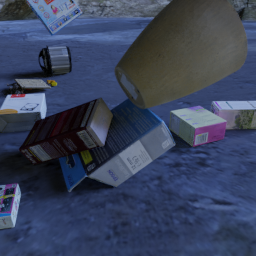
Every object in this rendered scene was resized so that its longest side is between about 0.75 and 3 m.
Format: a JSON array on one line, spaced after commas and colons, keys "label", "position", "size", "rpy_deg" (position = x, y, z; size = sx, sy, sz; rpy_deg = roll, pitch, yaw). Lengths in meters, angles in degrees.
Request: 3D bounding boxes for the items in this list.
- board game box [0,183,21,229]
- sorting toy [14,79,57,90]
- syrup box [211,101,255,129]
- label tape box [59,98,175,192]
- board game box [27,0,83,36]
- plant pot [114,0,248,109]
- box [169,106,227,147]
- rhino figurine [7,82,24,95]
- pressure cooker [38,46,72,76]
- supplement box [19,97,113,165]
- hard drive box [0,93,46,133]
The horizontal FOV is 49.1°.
[{"label": "board game box", "position": [-2.993, 1.802, 6.416], "size": [0.850, 0.370, 1.153], "rpy_deg": [-7, 28, -11]}, {"label": "sorting toy", "position": [-4.535, -2.186, 14.214], "size": [2.015, 0.270, 1.502], "rpy_deg": [-6, 26, -37]}, {"label": "syrup box", "position": [4.175, -0.490, 10.388], "size": [2.082, 0.820, 0.848], "rpy_deg": [-1, 27, 0]}, {"label": "label tape box", "position": [-0.454, 0.526, 7.958], "size": [2.924, 0.966, 2.095], "rpy_deg": [-36, 34, -2]}, {"label": "board game box", "position": [-2.360, -3.888, 9.057], "size": [1.265, 1.238, 0.353], "rpy_deg": [-40, 19, -11]}, {"label": "plant pot", "position": [1.121, -1.814, 7.459], "size": [2.799, 2.622, 2.622], "rpy_deg": [-37, 37, -10]}, {"label": "box", "position": [2.382, -0.104, 9.757], "size": [1.304, 0.717, 1.482], "rpy_deg": [-12, 30, -22]}, {"label": "rhino figurine", "position": [-5.369, -1.853, 13.524], "size": [0.619, 0.423, 1.416], "rpy_deg": [-15, 33, -29]}, {"label": "pressure cooker", "position": [-4.271, -3.964, 16.333], "size": [1.810, 1.617, 1.592], "rpy_deg": [-10, 32, -19]}, {"label": "supplement box", "position": [-1.754, 0.118, 8.006], "size": [2.465, 0.751, 1.342], "rpy_deg": [-16, 36, 23]}, {"label": "hard drive box", "position": [-3.993, -0.630, 10.759], "size": [1.512, 0.745, 1.940], "rpy_deg": [-5, 27, -11]}]
